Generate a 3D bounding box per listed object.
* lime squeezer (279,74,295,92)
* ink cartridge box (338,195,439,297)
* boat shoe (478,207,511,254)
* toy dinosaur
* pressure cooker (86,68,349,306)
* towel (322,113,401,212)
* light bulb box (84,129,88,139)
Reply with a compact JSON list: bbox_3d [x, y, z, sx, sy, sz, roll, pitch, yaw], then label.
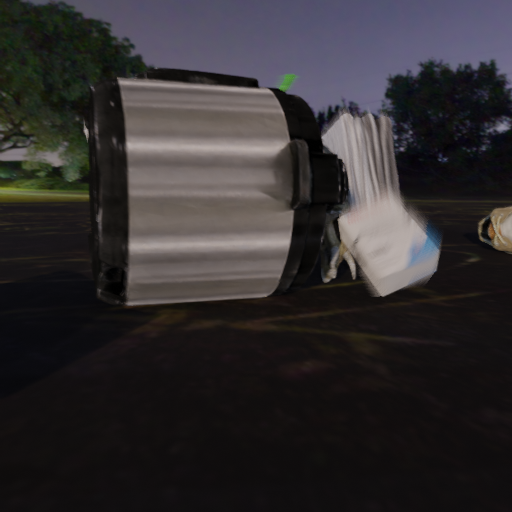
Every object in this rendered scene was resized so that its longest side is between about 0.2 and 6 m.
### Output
[{"bbox_3d":[0.081,-1.367,7.769,0.787,2.227,0.420,1,4,-11],"label":"lime squeezer"},{"bbox_3d":[1.449,-0.131,6.225,0.695,0.401,0.959,-25,52,-5],"label":"ink cartridge box"},{"bbox_3d":[4.769,-0.433,10.326,0.897,0.980,2.622,-1,-3,11],"label":"boat shoe"},{"bbox_3d":[0.819,-0.976,7.478,0.992,2.578,1.319,-19,3,-20],"label":"toy dinosaur"},{"bbox_3d":[-0.431,-0.669,6.186,2.740,2.448,2.410,-2,41,-17],"label":"pressure cooker"},{"bbox_3d":[1.757,-1.274,9.662,0.888,2.076,1.719,-6,-4,-9],"label":"towel"},{"bbox_3d":[-2.727,-2.099,11.076,0.758,1.204,1.215,-22,17,-2],"label":"light bulb box"}]
